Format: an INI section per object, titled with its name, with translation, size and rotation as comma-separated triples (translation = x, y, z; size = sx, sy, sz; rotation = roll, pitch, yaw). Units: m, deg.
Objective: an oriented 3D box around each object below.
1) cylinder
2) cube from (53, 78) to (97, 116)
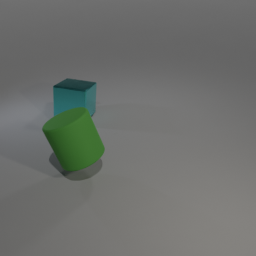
[cylinder]
translation = -1.575, 0.309, 8.250
size = 1.400, 1.400, 1.400
rotation = -18, 24, 8
[cube]
translation = -2.217, -1.195, 11.854
size = 1.400, 1.400, 1.400
rotation = 9, 24, 9
